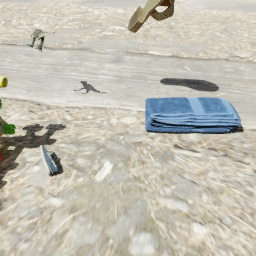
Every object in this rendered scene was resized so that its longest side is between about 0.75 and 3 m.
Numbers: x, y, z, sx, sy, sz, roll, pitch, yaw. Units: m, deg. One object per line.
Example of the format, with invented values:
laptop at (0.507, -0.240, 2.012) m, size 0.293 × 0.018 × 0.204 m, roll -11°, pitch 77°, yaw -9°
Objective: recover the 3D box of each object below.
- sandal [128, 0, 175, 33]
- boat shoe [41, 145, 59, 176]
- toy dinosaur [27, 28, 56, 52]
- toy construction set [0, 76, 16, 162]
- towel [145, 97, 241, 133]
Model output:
sandal at (0.881, -3.264, 7.618) m, size 0.763 × 2.318 × 0.850 m, roll 18°, pitch 67°, yaw -25°
boat shoe at (-1.833, 0.712, 6.494) m, size 0.282 × 0.341 × 0.911 m, roll -16°, pitch 39°, yaw -20°
toy dinosaur at (-2.530, -2.539, 7.981) m, size 0.340 × 0.631 × 1.432 m, roll 26°, pitch 2°, yaw -41°
toy construction set at (-3.473, 0.224, 5.770) m, size 1.353 × 1.925 × 2.936 m, roll 16°, pitch 37°, yaw 17°
towel at (1.731, -0.444, 7.916) m, size 2.523 × 0.612 × 1.409 m, roll 0°, pitch 34°, yaw 0°
